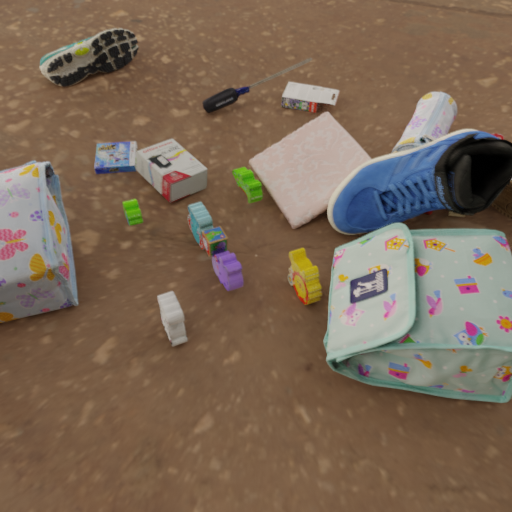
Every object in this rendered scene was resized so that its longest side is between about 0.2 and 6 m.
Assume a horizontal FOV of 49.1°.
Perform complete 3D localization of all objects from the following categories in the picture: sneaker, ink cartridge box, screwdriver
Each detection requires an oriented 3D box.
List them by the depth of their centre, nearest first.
[{"bbox_3d":[3.086,-1.283,10.409,3.504,1.345,1.949,-23,17,1],"label":"sneaker"},{"bbox_3d":[5.291,-1.720,11.891,2.603,0.927,1.464,34,58,26],"label":"sneaker"},{"bbox_3d":[-1.849,-1.874,12.171,0.978,0.556,1.343,-29,57,-31],"label":"ink cartridge box"},{"bbox_3d":[0.054,-4.246,14.004,2.961,0.431,0.413,-19,11,2],"label":"screwdriver"},{"bbox_3d":[1.388,-4.022,14.326,1.363,0.343,0.742,13,49,9],"label":"ink cartridge box"},{"bbox_3d":[-4.569,-5.571,15.282,2.781,1.078,1.107,-27,45,-22],"label":"sneaker"}]

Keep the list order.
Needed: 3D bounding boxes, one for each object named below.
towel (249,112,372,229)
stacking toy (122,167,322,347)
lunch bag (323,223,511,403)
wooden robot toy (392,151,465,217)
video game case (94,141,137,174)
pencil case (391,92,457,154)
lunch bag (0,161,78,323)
[{"bbox_3d":[1.197,-1.836,11.885,2.158,0.348,2.061,-32,61,-2],"label":"towel"},{"bbox_3d":[-0.797,-0.172,10.653,2.778,0.866,3.684,-17,48,-16],"label":"stacking toy"},{"bbox_3d":[2.596,0.841,9.037,2.923,1.782,2.490,4,49,6],"label":"lunch bag"},{"bbox_3d":[3.507,-1.455,11.882,2.009,0.885,0.912,30,11,-2],"label":"wooden robot toy"},{"bbox_3d":[-3.198,-2.254,12.802,0.916,0.208,0.830,-5,52,-4],"label":"video game case"},{"bbox_3d":[3.842,-2.780,12.738,0.971,1.059,2.335,17,49,21],"label":"pencil case"},{"bbox_3d":[-4.655,-0.306,10.065,2.454,1.840,2.894,-15,60,-11],"label":"lunch bag"}]
